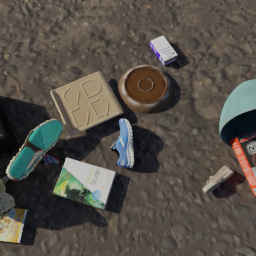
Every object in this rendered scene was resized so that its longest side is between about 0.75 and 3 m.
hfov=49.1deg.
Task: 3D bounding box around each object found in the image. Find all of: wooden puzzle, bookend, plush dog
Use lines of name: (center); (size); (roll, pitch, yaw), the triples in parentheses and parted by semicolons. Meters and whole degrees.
wooden puzzle: (-1.609, -0.967, 11.063); (2.290, 0.530, 2.121); (-23, 71, -14)
bookend: (-5.829, 0.015, 10.282); (2.561, 1.187, 2.577); (-25, 70, -10)
plush dog: (-5.121, 1.790, 8.961); (2.532, 2.175, 2.032); (-8, 63, 7)

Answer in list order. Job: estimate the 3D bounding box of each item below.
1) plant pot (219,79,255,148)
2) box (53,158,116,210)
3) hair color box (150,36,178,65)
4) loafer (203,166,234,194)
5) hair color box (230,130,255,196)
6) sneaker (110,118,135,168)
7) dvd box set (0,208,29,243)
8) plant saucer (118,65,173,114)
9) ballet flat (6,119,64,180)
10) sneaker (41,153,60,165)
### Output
plant pot: (4.550, -0.632, 9.902); (2.697, 2.697, 1.816); (4, 56, 1)
box: (-1.525, 1.963, 9.961); (1.899, 0.345, 1.371); (14, 69, 7)
hair color box: (1.528, -3.333, 12.044); (0.652, 0.386, 1.192); (-26, 69, -11)
loafer: (3.144, 1.834, 10.002); (1.353, 0.486, 0.425); (-29, 54, -18)
hair color box: (4.627, 1.195, 9.934); (1.093, 0.660, 2.154); (-20, 80, -8)
sneaker: (-0.232, 0.527, 10.323); (0.845, 0.745, 1.896); (-2, 69, -4)
dvd box set: (-4.235, 3.256, 9.505); (1.496, 0.220, 1.095); (6, 67, 3)
plant saucer: (0.726, -1.686, 11.413); (2.280, 0.366, 2.280); (0, 68, 1)
ballet flat: (-3.371, 0.731, 10.124); (0.994, 0.840, 2.629); (42, 73, -9)
sneaker: (-2.896, 1.211, 10.324); (0.820, 0.325, 0.392); (20, 83, 15)
